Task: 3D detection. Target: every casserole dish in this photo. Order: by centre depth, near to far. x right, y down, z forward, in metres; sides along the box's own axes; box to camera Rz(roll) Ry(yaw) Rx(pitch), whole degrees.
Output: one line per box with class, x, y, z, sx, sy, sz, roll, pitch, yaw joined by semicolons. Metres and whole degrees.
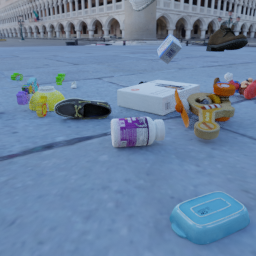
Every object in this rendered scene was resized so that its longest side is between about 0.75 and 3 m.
casserole dish;1.318;1.369;4.498;1.375;0.267;0.833;-11;22;-25

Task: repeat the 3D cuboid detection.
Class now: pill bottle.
pill bottle;0.251;0.088;7.300;1.343;0.754;0.754;-4;20;-9

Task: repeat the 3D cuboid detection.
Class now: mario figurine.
mario figurine;4.945;-1.950;12.456;2.054;1.089;1.268;17;26;42

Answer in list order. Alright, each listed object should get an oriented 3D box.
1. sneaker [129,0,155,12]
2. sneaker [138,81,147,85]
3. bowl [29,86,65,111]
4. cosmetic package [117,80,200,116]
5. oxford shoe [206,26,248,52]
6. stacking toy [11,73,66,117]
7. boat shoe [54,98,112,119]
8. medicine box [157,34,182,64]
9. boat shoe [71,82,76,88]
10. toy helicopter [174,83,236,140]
sneaker;0.111;-3.443;6.427;0.905;1.058;2.430;-41;39;2
sneaker;0.585;-1.993;13.447;0.396;0.474;1.044;19;28;38
bowl;-3.102;-1.192;10.800;1.440;0.775;1.440;1;20;0
cosmetic package;1.277;-1.318;11.242;2.138;0.733;2.836;12;23;38
oxford shoe;2.879;-2.667;8.292;0.642;0.746;1.766;1;13;-17
stacking toy;-3.767;-1.362;10.669;2.109;0.657;2.797;3;35;6
boat shoe;-1.497;-0.636;9.387;1.905;0.679;0.574;-3;16;-14
medicine box;1.332;-2.573;9.111;0.389;0.689;0.756;30;30;-22
boat shoe;-2.762;-2.247;14.315;0.301;0.348;0.816;-1;20;-3
toy helicopter;2.263;-0.498;8.531;1.909;1.139;2.886;8;29;12
